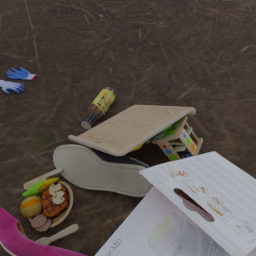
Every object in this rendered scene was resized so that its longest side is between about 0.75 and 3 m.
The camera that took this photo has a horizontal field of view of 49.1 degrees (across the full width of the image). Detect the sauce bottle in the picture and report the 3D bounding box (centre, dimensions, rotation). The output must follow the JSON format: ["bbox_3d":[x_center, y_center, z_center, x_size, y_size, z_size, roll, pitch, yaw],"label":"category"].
[{"bbox_3d":[-0.885,-0.597,8.516,0.523,0.523,1.617,16,51,15],"label":"sauce bottle"}]

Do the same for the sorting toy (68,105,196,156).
[{"bbox_3d":[0.065,0.013,7.240,2.614,0.477,2.420,-26,19,-29],"label":"sorting toy"}]

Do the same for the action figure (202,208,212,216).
[{"bbox_3d":[2.342,1.804,6.372,1.283,0.351,0.758,-7,46,-16],"label":"action figure"}]

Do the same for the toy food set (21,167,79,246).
[{"bbox_3d":[-1.820,1.691,6.283,1.209,0.351,1.751,-26,52,-3],"label":"toy food set"}]

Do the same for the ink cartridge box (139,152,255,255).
[{"bbox_3d":[1.743,1.429,5.399,2.691,0.675,2.182,-8,35,-42],"label":"ink cartridge box"}]

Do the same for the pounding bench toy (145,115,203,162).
[{"bbox_3d":[1.151,0.412,7.372,1.268,0.989,0.788,-16,31,44],"label":"pounding bench toy"}]

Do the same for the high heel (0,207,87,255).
[{"bbox_3d":[-1.708,2.227,5.560,1.173,0.823,2.445,-39,63,-21],"label":"high heel"}]

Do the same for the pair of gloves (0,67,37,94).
[{"bbox_3d":[-3.913,-1.662,9.753,1.109,0.157,1.379,15,48,14],"label":"pair of gloves"}]

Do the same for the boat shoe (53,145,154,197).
[{"bbox_3d":[-0.574,1.023,6.992,2.708,0.984,0.849,13,7,18],"label":"boat shoe"}]

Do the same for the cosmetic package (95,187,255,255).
[{"bbox_3d":[0.757,2.601,4.911,2.277,1.399,2.269,29,53,26],"label":"cosmetic package"}]
